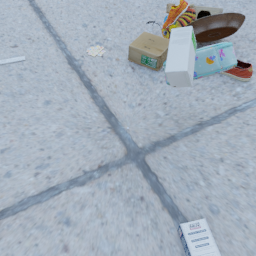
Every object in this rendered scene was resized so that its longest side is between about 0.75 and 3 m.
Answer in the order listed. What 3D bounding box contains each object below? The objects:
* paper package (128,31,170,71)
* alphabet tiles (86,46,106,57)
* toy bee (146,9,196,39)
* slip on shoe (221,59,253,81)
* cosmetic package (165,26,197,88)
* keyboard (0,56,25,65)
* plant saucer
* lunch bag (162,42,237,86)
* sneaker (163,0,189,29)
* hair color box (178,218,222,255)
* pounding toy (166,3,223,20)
[{"bbox_3d":[0.955,-3.278,11.886,1.514,0.783,1.443,25,53,20],"label":"paper package"},{"bbox_3d":[-1.425,-3.433,12.503,0.776,0.058,0.793,23,53,19],"label":"alphabet tiles"},{"bbox_3d":[2.042,-4.458,12.590,1.461,1.213,2.232,-22,15,-30],"label":"toy bee"},{"bbox_3d":[3.943,-2.603,11.357,2.284,0.699,0.846,26,55,23],"label":"slip on shoe"},{"bbox_3d":[1.099,-1.447,5.757,0.470,0.596,1.107,0,67,23],"label":"cosmetic package"},{"bbox_3d":[-5.034,-2.902,12.035,1.202,0.064,0.338,-14,50,-12],"label":"keyboard"},{"bbox_3d":[3.681,-4.199,12.027,2.600,2.600,0.476,-8,89,-7],"label":"plant saucer"},{"bbox_3d":[1.908,-1.707,7.627,1.915,0.738,1.536,-13,6,20],"label":"lunch bag"},{"bbox_3d":[1.716,-4.254,10.457,0.519,1.346,0.491,43,47,-7],"label":"sneaker"},{"bbox_3d":[1.762,2.954,6.658,0.705,0.427,1.410,-9,49,-8],"label":"hair color box"},{"bbox_3d":[2.898,-4.909,12.646,2.457,1.124,2.159,10,21,9],"label":"pounding toy"}]
